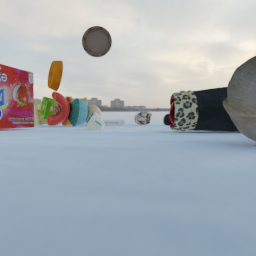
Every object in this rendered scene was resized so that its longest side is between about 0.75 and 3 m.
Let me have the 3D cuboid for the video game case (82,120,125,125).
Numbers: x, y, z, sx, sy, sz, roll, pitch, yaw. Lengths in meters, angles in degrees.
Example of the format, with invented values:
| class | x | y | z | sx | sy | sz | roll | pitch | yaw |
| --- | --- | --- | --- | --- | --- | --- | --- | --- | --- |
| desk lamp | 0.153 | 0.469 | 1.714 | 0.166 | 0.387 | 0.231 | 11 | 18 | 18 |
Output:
| class | x | y | z | sx | sy | sz | roll | pitch | yaw |
| --- | --- | --- | --- | --- | --- | --- | --- | --- | --- |
| video game case | -1.247 | -0.275 | 13.582 | 2.047 | 0.266 | 2.249 | 0 | 2 | -4 |

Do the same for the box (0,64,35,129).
| class | x | y | z | sx | sy | sz | roll | pitch | yaw |
| --- | --- | --- | --- | --- | --- | --- | --- | --- | --- |
| box | -3.122 | -0.601 | 5.257 | 1.356 | 1.299 | 2.721 | 0 | 1 | 17 |

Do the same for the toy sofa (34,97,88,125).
| class | x | y | z | sx | sy | sz | roll | pitch | yaw |
| --- | --- | --- | --- | --- | --- | --- | --- | --- | --- |
| toy sofa | -3.146 | -0.781 | 13.172 | 2.527 | 1.046 | 1.233 | -8 | 4 | -22 |

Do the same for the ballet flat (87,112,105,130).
| class | x | y | z | sx | sy | sz | roll | pitch | yaw |
| --- | --- | --- | --- | --- | --- | --- | --- | --- | --- |
| ballet flat | -0.713 | -0.107 | 6.239 | 0.436 | 0.436 | 1.216 | 0 | 4 | -6 |

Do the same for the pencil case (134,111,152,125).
| class | x | y | z | sx | sy | sz | roll | pitch | yaw |
| --- | --- | --- | --- | --- | --- | --- | --- | --- | --- |
| pencil case | 0.672 | -0.445 | 12.816 | 0.724 | 0.630 | 1.619 | -9 | 2 | -2 |

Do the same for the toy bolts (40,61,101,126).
| class | x | y | z | sx | sy | sz | roll | pitch | yaw |
| --- | --- | --- | --- | --- | --- | --- | --- | --- | --- |
| toy bolts | -1.928 | -1.005 | 9.944 | 1.733 | 2.387 | 2.499 | 9 | 16 | -27 |

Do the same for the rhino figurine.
| class | x | y | z | sx | sy | sz | roll | pitch | yaw |
| --- | --- | --- | --- | --- | --- | --- | --- | --- | --- |
| rhino figurine | 1.714 | -0.225 | 1.613 | 2.362 | 0.706 | 1.033 | 3 | 20 | 40 |

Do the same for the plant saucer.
| class | x | y | z | sx | sy | sz | roll | pitch | yaw |
| --- | --- | --- | --- | --- | --- | --- | --- | --- | --- |
| plant saucer | -1.269 | -3.546 | 11.551 | 1.253 | 1.253 | 0.201 | 0 | 9 | 4 |

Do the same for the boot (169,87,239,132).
| class | x | y | z | sx | sy | sz | roll | pitch | yaw |
| --- | --- | --- | --- | --- | --- | --- | --- | --- | --- |
| boot | 1.613 | -0.346 | 5.106 | 1.749 | 0.836 | 2.316 | -2 | 1 | 5 |

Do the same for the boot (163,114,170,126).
| class | x | y | z | sx | sy | sz | roll | pitch | yaw |
| --- | --- | --- | --- | --- | --- | --- | --- | --- | --- |
| boot | 2.393 | -0.301 | 11.445 | 1.537 | 0.505 | 1.267 | 7 | 7 | 40 |
